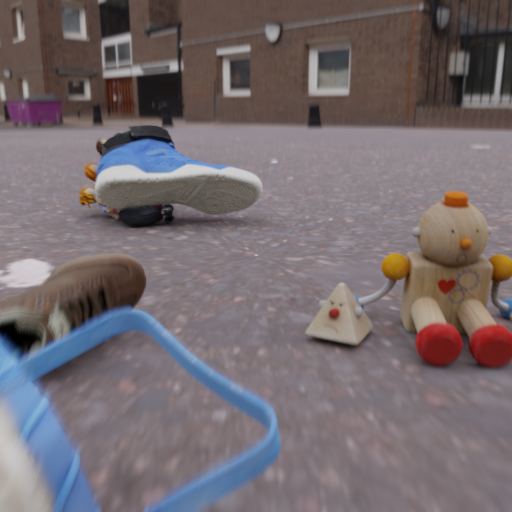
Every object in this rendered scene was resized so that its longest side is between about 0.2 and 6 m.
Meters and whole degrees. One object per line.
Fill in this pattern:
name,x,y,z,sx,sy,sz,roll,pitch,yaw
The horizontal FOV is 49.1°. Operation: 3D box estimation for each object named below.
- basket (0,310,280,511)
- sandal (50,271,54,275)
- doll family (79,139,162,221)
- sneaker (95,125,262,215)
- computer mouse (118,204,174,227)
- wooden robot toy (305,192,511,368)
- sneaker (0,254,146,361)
basket,-1.052,0.940,2.747,1.877,1.306,1.655,-28,30,-28
sandal,-2.273,0.352,6.674,0.584,0.372,1.553,-1,13,15
doll family,-2.882,-1.414,11.723,1.542,1.120,2.484,5,46,-21
sneaker,-1.481,-1.770,10.898,3.114,1.195,1.732,-2,53,-9
computer mouse,-2.069,-0.713,10.538,1.046,0.276,0.724,-2,-19,-7
wooden robot toy,2.111,0.140,5.476,3.263,1.480,1.437,0,15,2
sneaker,-1.798,0.633,4.964,0.878,0.818,2.323,7,25,44
